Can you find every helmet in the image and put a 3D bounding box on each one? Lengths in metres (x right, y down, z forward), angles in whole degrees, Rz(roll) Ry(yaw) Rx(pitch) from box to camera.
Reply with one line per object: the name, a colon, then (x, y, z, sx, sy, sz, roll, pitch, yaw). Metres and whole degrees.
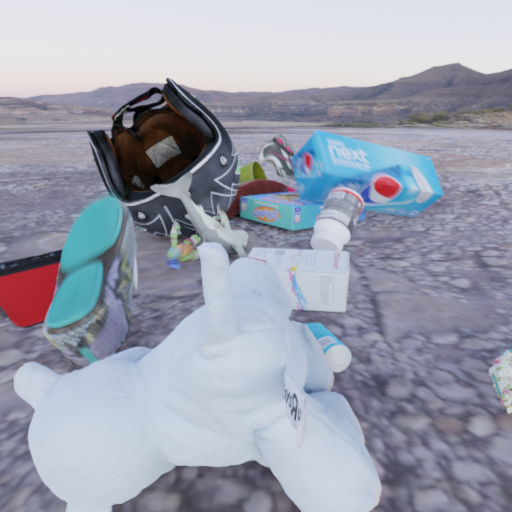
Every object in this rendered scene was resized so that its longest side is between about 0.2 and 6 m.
helmet: (-1.634, -1.691, 10.891, 2.847, 2.715, 2.847, -34, -2, -2)

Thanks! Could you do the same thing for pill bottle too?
pill bottle: (1.412, -0.587, 9.876, 0.668, 0.668, 1.153, 10, 57, 30)

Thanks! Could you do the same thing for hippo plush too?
hippo plush: (-0.413, 1.176, 3.719, 1.885, 1.867, 2.344, -30, -3, 6)

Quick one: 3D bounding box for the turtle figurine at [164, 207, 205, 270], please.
turtle figurine: (-1.012, -0.250, 8.953, 0.703, 0.977, 0.947, 5, 2, 18)

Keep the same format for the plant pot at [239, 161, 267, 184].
plant pot: (-0.401, -1.676, 14.059, 1.177, 1.101, 1.101, -14, 11, 21)

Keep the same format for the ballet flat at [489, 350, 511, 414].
ballet flat: (2.981, 1.243, 4.824, 1.814, 0.686, 0.580, 3, 46, 23)

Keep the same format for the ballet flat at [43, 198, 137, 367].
ballet flat: (-1.864, 0.316, 6.711, 1.012, 1.012, 2.814, -2, 32, -6)

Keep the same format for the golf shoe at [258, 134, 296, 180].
golf shoe: (0.900, -2.053, 13.421, 1.818, 0.801, 0.702, 39, -15, 3)

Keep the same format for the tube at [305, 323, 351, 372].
tube: (0.695, 0.937, 6.246, 0.453, 0.295, 1.169, 4, 10, -14)

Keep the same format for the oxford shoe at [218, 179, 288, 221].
oxford shoe: (-0.369, -1.360, 13.110, 2.428, 0.855, 0.908, -9, 14, -32)

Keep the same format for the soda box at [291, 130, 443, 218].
soda box: (2.402, -1.678, 11.950, 3.170, 1.075, 1.017, 5, -30, -28)

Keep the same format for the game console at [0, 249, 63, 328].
game console: (-2.964, 0.505, 7.884, 1.694, 1.005, 1.460, -17, -8, -46)

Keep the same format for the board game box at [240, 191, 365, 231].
board game box: (1.058, -1.070, 12.555, 2.286, 0.514, 1.738, -10, 19, -38)

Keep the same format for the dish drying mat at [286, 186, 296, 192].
dish drying mat: (0.586, -1.631, 15.095, 1.056, 0.250, 2.750, -7, 19, -16)

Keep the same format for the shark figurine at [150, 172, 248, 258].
shark figurine: (-0.909, -0.402, 9.599, 0.861, 2.062, 1.232, -33, 41, 20)

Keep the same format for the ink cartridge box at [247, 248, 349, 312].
ink cartridge box: (0.563, 0.314, 7.757, 1.411, 0.584, 1.028, 3, 16, 9)
